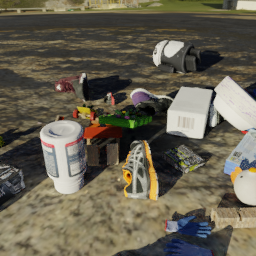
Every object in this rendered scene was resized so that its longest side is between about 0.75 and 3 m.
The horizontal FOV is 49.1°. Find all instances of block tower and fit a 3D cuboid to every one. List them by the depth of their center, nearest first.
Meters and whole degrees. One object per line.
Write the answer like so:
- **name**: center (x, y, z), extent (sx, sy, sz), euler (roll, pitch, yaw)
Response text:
- **block tower**: center (2.475, 2.000, 6.239), extent (1.169, 0.316, 0.338), euler (0, 27, 0)

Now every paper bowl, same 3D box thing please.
- **paper bowl**: center (3.759, -0.722, 9.510), extent (2.025, 1.053, 2.025), euler (35, 22, -16)

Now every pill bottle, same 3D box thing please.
- **pill bottle**: center (-1.573, 0.761, 7.064), extent (1.013, 1.695, 1.013), euler (0, 29, 0)

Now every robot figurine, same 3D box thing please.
- **robot figurine**: center (2.744, -4.065, 15.920), extent (2.728, 1.702, 2.050), euler (21, 24, 32)

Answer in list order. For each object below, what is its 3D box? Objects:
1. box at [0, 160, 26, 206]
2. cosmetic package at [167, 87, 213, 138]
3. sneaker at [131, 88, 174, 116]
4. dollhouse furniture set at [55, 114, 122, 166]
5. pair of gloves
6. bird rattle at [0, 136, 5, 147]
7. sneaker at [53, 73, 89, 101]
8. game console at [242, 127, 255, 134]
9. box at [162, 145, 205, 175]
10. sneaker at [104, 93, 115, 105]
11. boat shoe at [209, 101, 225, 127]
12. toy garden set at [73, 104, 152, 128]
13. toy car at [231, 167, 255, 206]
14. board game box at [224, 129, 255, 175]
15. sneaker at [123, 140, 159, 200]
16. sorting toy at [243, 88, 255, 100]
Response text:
- **box**: center (-4.173, 1.576, 6.664), extent (2.032, 0.641, 2.577), euler (15, 32, 26)
- **cosmetic package**: center (2.369, -0.669, 10.508), extent (1.326, 0.966, 2.609), euler (10, 28, 19)
- **sneaker**: center (1.050, -0.771, 10.777), extent (2.108, 0.798, 0.923), euler (11, 49, -33)
- **dollhouse furniture set**: center (-1.198, 0.162, 8.839), extent (2.025, 1.054, 2.047), euler (-2, 29, -3)
- **pair of gloves**: center (1.260, 2.322, 5.842), extent (1.024, 0.145, 1.274), euler (5, 30, 5)
- **bird rattle**: center (-4.519, 0.431, 9.025), extent (0.900, 0.507, 0.734), euler (2, 45, 9)
- **sneaker**: center (-2.608, -1.761, 12.637), extent (1.591, 1.042, 2.754), euler (-8, 19, -4)
- **game console**: center (4.518, 0.051, 10.023), extent (0.836, 0.130, 0.739), euler (12, 31, 20)
- **box**: center (1.632, 0.913, 8.335), extent (0.812, 0.224, 1.014), euler (-17, 33, -28)
- **sneaker**: center (-0.860, -1.296, 12.268), extent (0.470, 0.340, 0.962), euler (-5, 30, -13)
- **boat shoe**: center (3.478, -0.611, 10.612), extent (0.704, 0.716, 1.985), euler (8, 28, 19)
- **toy garden set**: center (-0.448, -0.517, 9.719), extent (2.136, 0.511, 2.563), euler (9, 8, 16)
- **toy car**: center (3.092, 1.290, 6.423), extent (1.707, 1.638, 1.852), euler (-25, 25, -29)
- **board game box**: center (4.244, 0.973, 7.926), extent (2.273, 0.495, 2.284), euler (20, 34, 32)
- **sneaker**: center (0.236, 1.039, 7.501), extent (0.841, 0.852, 2.177), euler (-7, 30, -3)
- **sorting toy**: center (4.901, -0.900, 11.239), extent (2.144, 0.880, 1.289), euler (33, 57, 28)
